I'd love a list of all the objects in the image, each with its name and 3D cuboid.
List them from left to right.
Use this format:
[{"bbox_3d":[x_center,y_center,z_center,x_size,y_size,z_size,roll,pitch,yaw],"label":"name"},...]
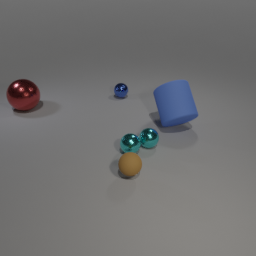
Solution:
[{"bbox_3d":[-4.565,-1.443,12.252,1.400,1.400,1.400,0,29,0],"label":"ball"},{"bbox_3d":[-0.331,-1.818,13.490,0.700,0.700,0.700,0,29,0],"label":"ball"},{"bbox_3d":[0.065,1.062,8.219,0.700,0.700,0.700,0,29,0],"label":"ball"},{"bbox_3d":[0.078,0.524,9.366,0.700,0.700,0.700,0,29,0],"label":"ball"},{"bbox_3d":[0.728,0.344,9.748,0.700,0.700,0.700,0,29,0],"label":"ball"},{"bbox_3d":[1.805,-0.916,10.677,1.400,1.400,1.400,-14,-12,-3],"label":"cylinder"}]
